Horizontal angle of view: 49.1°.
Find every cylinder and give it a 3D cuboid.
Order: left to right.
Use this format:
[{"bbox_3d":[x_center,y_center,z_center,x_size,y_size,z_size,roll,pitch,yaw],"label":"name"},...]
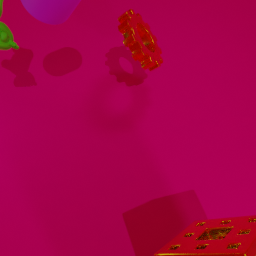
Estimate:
[{"bbox_3d":[-1.290,-2.531,4.955,0.988,0.988,0.988,14,66,-33],"label":"cylinder"}]

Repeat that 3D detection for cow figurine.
[{"bbox_3d":[-2.645,-2.281,5.401,1.444,0.806,1.468,27,89,-15],"label":"cow figurine"}]

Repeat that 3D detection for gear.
[{"bbox_3d":[0.343,-2.205,7.069,0.289,1.563,1.563,-25,56,29],"label":"gear"}]

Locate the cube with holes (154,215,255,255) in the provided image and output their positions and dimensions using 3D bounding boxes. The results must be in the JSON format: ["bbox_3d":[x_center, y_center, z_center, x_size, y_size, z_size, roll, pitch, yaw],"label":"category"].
[{"bbox_3d":[1.504,2.250,4.172,1.379,1.379,1.379,-10,81,-50],"label":"cube with holes"}]
